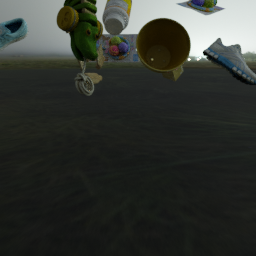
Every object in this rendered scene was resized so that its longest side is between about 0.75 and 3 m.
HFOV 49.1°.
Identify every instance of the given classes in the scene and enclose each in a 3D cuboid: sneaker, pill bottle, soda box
[{"bbox_3d":[-4.023,-2.901,8.717,1.943,0.718,0.796,-43,-1,-23],"label":"sneaker"},{"bbox_3d":[-0.288,-3.053,7.439,0.704,0.704,1.289,2,53,8],"label":"pill bottle"},{"bbox_3d":[1.583,-2.804,11.006,0.679,2.006,0.642,28,71,35],"label":"soda box"},{"bbox_3d":[2.676,-1.689,6.924,1.588,0.688,0.595,41,6,13],"label":"sneaker"}]

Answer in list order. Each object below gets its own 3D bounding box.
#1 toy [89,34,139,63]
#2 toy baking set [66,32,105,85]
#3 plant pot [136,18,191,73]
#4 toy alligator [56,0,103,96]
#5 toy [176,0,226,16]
[{"bbox_3d":[-0.635,-3.528,12.155,2.221,1.279,0.524,1,-2,8],"label":"toy"},{"bbox_3d":[-1.063,-1.939,6.634,0.288,1.903,2.479,-3,14,13],"label":"toy baking set"},{"bbox_3d":[1.054,-2.449,8.966,1.670,1.670,1.186,0,-6,-1],"label":"plant pot"},{"bbox_3d":[-0.677,-1.612,4.418,0.531,2.209,0.732,-20,-12,35],"label":"toy alligator"},{"bbox_3d":[2.465,-4.118,9.123,1.070,0.439,1.858,31,37,22],"label":"toy"}]
